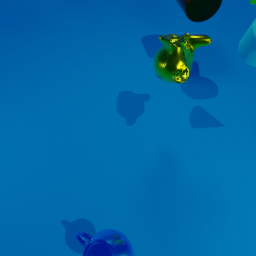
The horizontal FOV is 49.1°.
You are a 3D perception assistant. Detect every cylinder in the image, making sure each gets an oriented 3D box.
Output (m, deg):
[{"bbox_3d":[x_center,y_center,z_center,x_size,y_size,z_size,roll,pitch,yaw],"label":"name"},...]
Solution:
[{"bbox_3d":[3.221,-2.054,6.557,0.955,0.955,0.955,0,78,2],"label":"cylinder"},{"bbox_3d":[1.970,-3.773,7.981,1.070,1.070,1.070,-11,54,-8],"label":"cylinder"}]

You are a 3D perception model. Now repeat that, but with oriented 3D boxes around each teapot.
[{"bbox_3d":[-0.277,1.811,3.822,1.199,0.587,0.745,32,93,27],"label":"teapot"}]

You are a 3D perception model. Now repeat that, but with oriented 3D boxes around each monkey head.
[{"bbox_3d":[1.145,-1.486,5.986,1.215,1.018,1.689,-5,22,2],"label":"monkey head"}]

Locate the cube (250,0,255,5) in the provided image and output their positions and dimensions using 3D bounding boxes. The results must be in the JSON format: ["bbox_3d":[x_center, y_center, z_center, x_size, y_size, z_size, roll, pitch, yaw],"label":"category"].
[{"bbox_3d":[3.086,-3.176,5.542,1.040,1.040,1.040,14,88,23],"label":"cube"}]
